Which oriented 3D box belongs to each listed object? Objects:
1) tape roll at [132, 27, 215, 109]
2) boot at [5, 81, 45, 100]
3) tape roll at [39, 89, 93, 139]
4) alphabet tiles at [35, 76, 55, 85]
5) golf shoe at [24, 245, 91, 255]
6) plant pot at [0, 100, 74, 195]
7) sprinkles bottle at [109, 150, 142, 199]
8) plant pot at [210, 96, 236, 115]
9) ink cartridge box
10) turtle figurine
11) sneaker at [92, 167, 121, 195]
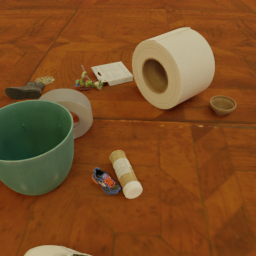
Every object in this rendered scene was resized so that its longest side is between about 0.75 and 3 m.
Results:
[{"bbox_3d":[1.894,-2.569,12.172,2.085,3.037,3.037,-28,48,-28],"label":"tape roll"},{"bbox_3d":[-4.866,-1.836,13.304,1.643,0.573,1.082,6,36,-10],"label":"boot"},{"bbox_3d":[-2.366,-0.452,10.377,2.063,2.063,0.682,-7,48,-8],"label":"tape roll"},{"bbox_3d":[-4.262,-2.412,14.293,0.946,0.030,0.787,-22,45,-24],"label":"alphabet tiles"},{"bbox_3d":[-1.368,3.252,6.680,2.685,1.305,1.051,9,43,12],"label":"golf shoe"},{"bbox_3d":[-2.968,0.787,8.856,2.745,2.203,2.745,0,41,0],"label":"plant pot"},{"bbox_3d":[-0.103,1.492,9.273,0.589,0.589,1.726,-13,42,-15],"label":"sprinkles bottle"},{"bbox_3d":[4.079,-0.904,12.152,1.102,0.508,1.102,-1,41,1],"label":"plant pot"},{"bbox_3d":[-0.856,-2.785,14.473,1.744,0.378,1.712,-16,43,-14],"label":"ink cartridge box"},{"bbox_3d":[-1.833,-2.390,13.577,1.267,0.940,1.307,16,47,11],"label":"turtle figurine"},{"bbox_3d":[-0.736,1.718,9.089,1.245,0.488,0.469,28,49,29],"label":"sneaker"}]
